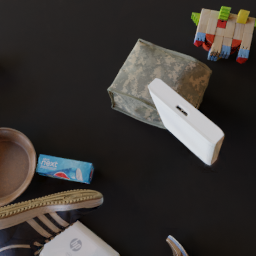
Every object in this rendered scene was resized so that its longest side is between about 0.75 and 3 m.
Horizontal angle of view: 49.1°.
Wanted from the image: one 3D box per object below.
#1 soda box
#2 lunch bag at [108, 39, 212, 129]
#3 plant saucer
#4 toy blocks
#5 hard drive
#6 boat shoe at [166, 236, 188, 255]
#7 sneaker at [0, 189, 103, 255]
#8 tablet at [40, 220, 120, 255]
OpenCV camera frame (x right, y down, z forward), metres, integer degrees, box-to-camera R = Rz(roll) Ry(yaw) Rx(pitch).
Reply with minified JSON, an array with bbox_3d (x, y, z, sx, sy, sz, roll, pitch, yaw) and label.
[{"bbox_3d":[-2.054,1.361,9.221,1.753,0.562,0.594,9,69,4],"label":"soda box"},{"bbox_3d":[1.176,-1.359,9.676,2.909,1.711,2.386,24,70,14],"label":"lunch bag"},{"bbox_3d":[-4.267,1.310,9.240,2.663,0.487,2.663,-1,68,2],"label":"plant saucer"},{"bbox_3d":[3.645,-3.449,10.851,2.686,1.342,1.836,14,80,7],"label":"toy blocks"},{"bbox_3d":[1.382,-0.007,6.550,0.350,2.665,1.758,-45,69,-1],"label":"hard drive"},{"bbox_3d":[1.554,3.934,8.228,0.553,0.552,1.528,-33,72,-10],"label":"boat shoe"},{"bbox_3d":[-1.536,2.022,5.556,2.250,0.788,1.220,-10,94,-15],"label":"sneaker"},{"bbox_3d":[-1.745,3.782,8.489,2.623,0.179,1.707,34,72,12],"label":"tablet"}]
